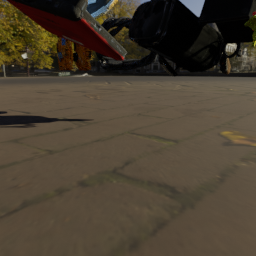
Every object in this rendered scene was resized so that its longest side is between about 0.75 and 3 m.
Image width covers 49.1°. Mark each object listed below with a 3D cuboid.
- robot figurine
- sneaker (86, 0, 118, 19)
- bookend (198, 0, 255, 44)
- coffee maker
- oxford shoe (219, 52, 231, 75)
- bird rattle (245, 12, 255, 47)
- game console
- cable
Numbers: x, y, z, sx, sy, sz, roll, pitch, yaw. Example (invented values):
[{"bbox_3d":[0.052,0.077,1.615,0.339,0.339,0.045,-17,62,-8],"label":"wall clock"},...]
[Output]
[{"bbox_3d":[-1.566,-2.696,8.227,0.577,1.981,1.436,9,15,40],"label":"robot figurine"},{"bbox_3d":[-0.409,-3.073,5.505,0.842,1.920,0.726,24,29,-43],"label":"sneaker"},{"bbox_3d":[3.117,-3.058,7.164,1.166,2.516,2.532,9,-15,40],"label":"bookend"},{"bbox_3d":[1.659,-2.836,8.429,2.527,1.702,2.427,14,-19,-42],"label":"coffee maker"},{"bbox_3d":[3.239,-2.137,9.313,0.365,0.864,0.314,27,-28,-34],"label":"oxford shoe"},{"bbox_3d":[2.279,-1.629,4.480,0.696,0.481,0.853,9,31,41],"label":"bird rattle"},{"bbox_3d":[-1.209,-2.838,5.326,2.812,1.669,2.423,31,1,35],"label":"game console"},{"bbox_3d":[0.030,-3.007,10.067,2.501,2.041,0.635,-1,43,3],"label":"cable"}]
